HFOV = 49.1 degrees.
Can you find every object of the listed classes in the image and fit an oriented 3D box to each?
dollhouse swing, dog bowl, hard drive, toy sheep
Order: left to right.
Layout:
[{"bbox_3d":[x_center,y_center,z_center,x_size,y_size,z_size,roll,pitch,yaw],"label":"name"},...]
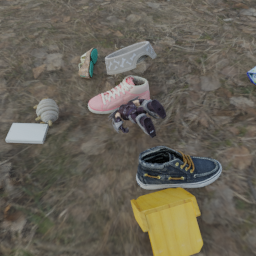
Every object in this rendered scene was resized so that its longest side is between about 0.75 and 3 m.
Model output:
[{"bbox_3d":[-3.738,0.188,10.451,1.361,0.179,0.897,1,46,2],"label":"hard drive"},{"bbox_3d":[-3.101,-0.612,10.788,0.932,0.932,1.351,-14,61,-13],"label":"toy sheep"},{"bbox_3d":[0.047,-2.850,11.253,2.144,0.629,2.144,-18,23,8],"label":"dog bowl"},{"bbox_3d":[1.121,2.697,7.964,1.618,1.422,1.470,-13,6,-12],"label":"dollhouse swing"}]

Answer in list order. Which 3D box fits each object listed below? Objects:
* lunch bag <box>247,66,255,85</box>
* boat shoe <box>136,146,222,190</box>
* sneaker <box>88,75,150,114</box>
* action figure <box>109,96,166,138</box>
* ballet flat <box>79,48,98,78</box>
[{"bbox_3d":[5.965,-2.348,12.572,0.853,0.639,1.003,-32,63,-27],"label":"lunch bag"},{"bbox_3d":[1.669,1.183,8.718,2.826,1.283,1.000,-8,47,-7],"label":"boat shoe"},{"bbox_3d":[-0.359,-1.422,11.198,2.586,1.352,0.973,-9,50,-8],"label":"sneaker"},{"bbox_3d":[0.263,-0.425,9.285,1.594,0.850,2.450,-46,23,-11],"label":"action figure"},{"bbox_3d":[-1.949,-3.145,13.324,0.715,0.723,2.125,-3,44,10],"label":"ballet flat"}]
